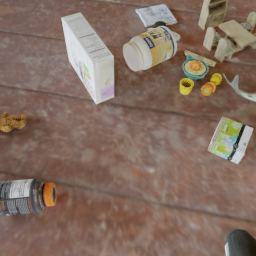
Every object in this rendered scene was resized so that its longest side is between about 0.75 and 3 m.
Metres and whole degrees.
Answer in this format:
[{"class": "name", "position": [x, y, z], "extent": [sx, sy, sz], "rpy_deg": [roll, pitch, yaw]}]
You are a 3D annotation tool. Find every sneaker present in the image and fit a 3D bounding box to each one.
[{"class": "sneaker", "position": [3.135, 3.438, 5.915], "extent": [1.055, 1.623, 2.811], "rpy_deg": [-14, 61, -9]}, {"class": "sneaker", "position": [1.632, -4.209, 12.002], "extent": [1.438, 0.509, 0.713], "rpy_deg": [20, 63, 18]}]

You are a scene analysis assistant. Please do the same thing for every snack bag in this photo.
[{"class": "snack bag", "position": [1.278, -5.133, 12.866], "extent": [1.562, 0.167, 1.472], "rpy_deg": [-15, 56, -11]}]

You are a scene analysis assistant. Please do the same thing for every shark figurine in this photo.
[{"class": "shark figurine", "position": [4.947, -1.385, 9.961], "extent": [2.851, 1.703, 1.190], "rpy_deg": [-4, 28, 17]}]

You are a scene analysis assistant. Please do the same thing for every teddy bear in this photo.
[{"class": "teddy bear", "position": [-3.998, -0.201, 9.290], "extent": [1.240, 0.414, 0.899], "rpy_deg": [4, 53, 2]}]

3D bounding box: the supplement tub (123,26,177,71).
[{"class": "supplement tub", "position": [0.827, -3.011, 10.716], "extent": [1.774, 1.281, 1.281], "rpy_deg": [-29, 60, -19]}]

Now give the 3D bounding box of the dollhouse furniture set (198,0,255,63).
[{"class": "dollhouse furniture set", "position": [4.187, -4.374, 11.381], "extent": [2.270, 1.721, 2.590], "rpy_deg": [-23, 58, -15]}]

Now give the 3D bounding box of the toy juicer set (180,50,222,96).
[{"class": "toy juicer set", "position": [2.794, -2.195, 10.530], "extent": [1.511, 0.646, 2.375], "rpy_deg": [10, 55, 7]}]

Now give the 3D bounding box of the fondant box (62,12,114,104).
[{"class": "fondant box", "position": [-1.402, -2.469, 9.928], "extent": [0.780, 1.931, 2.677], "rpy_deg": [-22, 58, -17]}]

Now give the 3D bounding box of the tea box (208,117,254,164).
[{"class": "tea box", "position": [3.172, 0.367, 8.707], "extent": [1.007, 0.684, 1.023], "rpy_deg": [23, 61, 16]}]

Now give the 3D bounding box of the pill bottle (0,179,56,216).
[{"class": "pill bottle", "position": [-2.842, 1.859, 7.545], "extent": [1.730, 0.919, 0.919], "rpy_deg": [-4, 55, -3]}]
